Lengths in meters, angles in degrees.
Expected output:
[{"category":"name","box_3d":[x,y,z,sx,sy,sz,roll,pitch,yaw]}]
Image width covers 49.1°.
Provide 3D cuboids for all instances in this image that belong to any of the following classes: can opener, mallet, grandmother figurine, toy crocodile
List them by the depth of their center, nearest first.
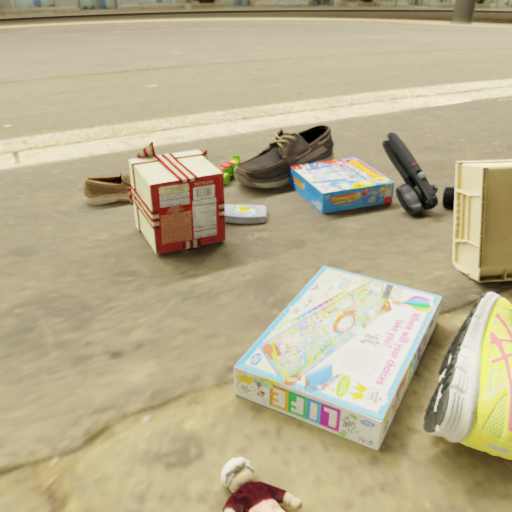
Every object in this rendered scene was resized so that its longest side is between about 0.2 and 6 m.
[{"category":"grandmother figurine","box_3d":[0.041,2.649,5.803,0.882,0.440,1.454,9,17,-34]},{"category":"can opener","box_3d":[3.458,-1.908,12.678,0.823,0.664,2.094,-10,70,-28]},{"category":"mallet","box_3d":[4.932,-1.666,13.550,0.755,0.472,2.291,6,25,18]},{"category":"toy crocodile","box_3d":[-0.805,-2.169,14.319,0.494,0.452,1.463,16,33,26]}]

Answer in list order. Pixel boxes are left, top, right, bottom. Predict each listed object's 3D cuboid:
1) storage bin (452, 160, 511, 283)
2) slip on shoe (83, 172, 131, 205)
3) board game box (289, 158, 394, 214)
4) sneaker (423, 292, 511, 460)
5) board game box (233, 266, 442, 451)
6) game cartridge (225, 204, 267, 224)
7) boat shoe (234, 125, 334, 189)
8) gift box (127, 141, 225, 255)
[{"category":"storage bin","box_3d":[4.775,-0.675,10.092,2.097,2.082,0.983,-3,12,-6]},{"category":"slip on shoe","box_3d":[-3.090,-1.679,13.291,1.961,0.594,0.745,-9,30,-15]},{"category":"board game box","box_3d":[2.006,-1.729,13.445,1.842,0.526,1.881,-11,31,-18]},{"category":"sneaker","box_3d":[3.117,1.552,7.249,1.300,1.125,2.878,25,39,17]},{"category":"board game box","box_3d":[1.302,1.251,8.140,2.030,0.517,3.020,15,32,26]},{"category":"game cartridge","box_3d":[-0.265,-0.924,12.361,1.013,0.205,0.675,1,33,-1]},{"category":"boat shoe","box_3d":[0.732,-2.671,14.424,1.232,1.212,3.307,26,38,38]},{"category":"gift box","box_3d":[-1.573,-1.297,11.384,1.739,1.885,1.760,-8,29,-25]}]
